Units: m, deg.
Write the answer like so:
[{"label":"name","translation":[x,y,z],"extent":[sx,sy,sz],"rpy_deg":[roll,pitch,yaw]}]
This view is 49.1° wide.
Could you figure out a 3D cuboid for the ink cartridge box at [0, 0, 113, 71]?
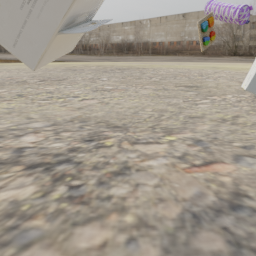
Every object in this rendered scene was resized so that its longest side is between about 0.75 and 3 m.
[{"label":"ink cartridge box","translation":[-1.608,-2.335,4.709],"extent":[2.577,1.613,1.656],"rpy_deg":[40,31,-7]}]

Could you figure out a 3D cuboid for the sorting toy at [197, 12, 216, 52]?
[{"label":"sorting toy","translation":[2.462,-2.962,8.616],"extent":[0.184,0.934,1.009],"rpy_deg":[12,44,40]}]

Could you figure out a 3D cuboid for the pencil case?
[{"label":"pencil case","translation":[3.675,-4.345,10.382],"extent":[1.759,0.752,0.738],"rpy_deg":[37,0,43]}]

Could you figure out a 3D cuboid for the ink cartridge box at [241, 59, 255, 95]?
[{"label":"ink cartridge box","translation":[2.101,-0.826,4.340],"extent":[0.362,0.630,0.868],"rpy_deg":[27,19,10]}]
